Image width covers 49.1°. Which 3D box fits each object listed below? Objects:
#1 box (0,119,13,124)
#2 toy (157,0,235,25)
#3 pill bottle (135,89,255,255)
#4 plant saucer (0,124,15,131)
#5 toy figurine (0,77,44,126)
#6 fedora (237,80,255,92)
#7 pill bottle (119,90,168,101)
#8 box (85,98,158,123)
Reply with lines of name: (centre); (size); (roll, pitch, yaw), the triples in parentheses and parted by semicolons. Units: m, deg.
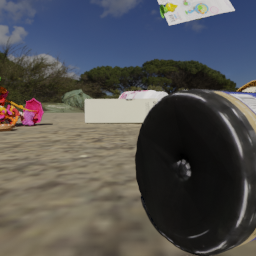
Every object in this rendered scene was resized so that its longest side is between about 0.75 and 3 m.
box: (-4.582, -0.210, 9.721); (0.837, 0.264, 1.520); (-1, 4, -9)
toy: (1.885, -3.520, 8.141); (2.041, 1.175, 0.482); (-15, -20, -13)
pill bottle: (0.671, 0.147, 1.388); (1.157, 0.647, 0.647); (-2, 4, -32)
plant saucer: (-3.556, -0.004, 7.417); (1.031, 0.166, 1.031); (1, 4, 0)
toy figurine: (-3.695, -0.587, 9.320); (1.760, 1.436, 1.912); (21, 30, -28)
fedora: (3.035, -0.442, 7.070); (1.589, 1.589, 0.648); (-3, 43, -36)
pill bottle: (0.856, -1.219, 14.997); (1.575, 1.575, 2.779); (-3, 5, -42)
box: (-0.230, -0.710, 11.625); (2.957, 1.011, 1.215); (0, 4, 4)
